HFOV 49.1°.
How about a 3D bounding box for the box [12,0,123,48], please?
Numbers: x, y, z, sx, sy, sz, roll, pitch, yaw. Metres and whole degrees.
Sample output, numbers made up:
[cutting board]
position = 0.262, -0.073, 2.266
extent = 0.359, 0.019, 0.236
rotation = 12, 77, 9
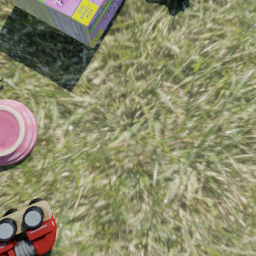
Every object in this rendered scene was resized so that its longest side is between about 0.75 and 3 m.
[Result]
[box]
position = -1.664, -4.287, 8.069
extent = 2.926, 1.414, 2.573
rotation = 30, 84, 3

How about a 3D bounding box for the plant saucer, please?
[plant saucer]
position = -3.585, 0.096, 7.983
extent = 1.911, 0.484, 1.911
rotation = 0, 83, 0

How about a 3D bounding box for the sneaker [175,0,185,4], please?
[sneaker]
position = 1.361, -4.178, 8.509
extent = 1.357, 0.521, 0.755
rotation = -5, 74, -7

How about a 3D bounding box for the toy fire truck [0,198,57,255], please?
[toy fire truck]
position = -2.659, 3.234, 7.177
extent = 1.927, 1.408, 2.189
rotation = -23, 96, -11
